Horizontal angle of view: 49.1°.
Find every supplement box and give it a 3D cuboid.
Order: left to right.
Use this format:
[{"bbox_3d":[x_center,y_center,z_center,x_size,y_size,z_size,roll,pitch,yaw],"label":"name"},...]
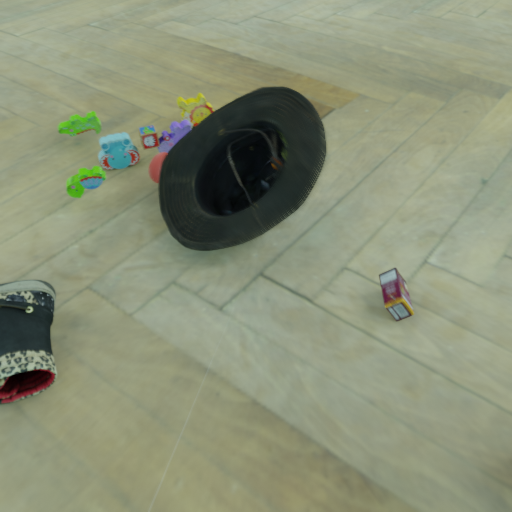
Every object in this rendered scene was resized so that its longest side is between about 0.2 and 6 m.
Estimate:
[{"bbox_3d":[2.531,0.694,10.150,0.362,0.466,0.845,-26,36,23],"label":"supplement box"}]

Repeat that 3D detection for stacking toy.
[{"bbox_3d":[-2.695,-2.660,13.695,4.033,0.948,3.040,-13,42,-11],"label":"stacking toy"}]

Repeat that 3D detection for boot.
[{"bbox_3d":[-4.522,1.472,9.031,2.620,0.946,1.979,-13,46,-14],"label":"boot"}]

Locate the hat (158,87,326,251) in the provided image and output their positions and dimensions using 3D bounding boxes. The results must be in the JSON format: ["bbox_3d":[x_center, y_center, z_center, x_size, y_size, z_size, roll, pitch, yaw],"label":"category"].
[{"bbox_3d":[-0.126,-1.549,11.537,3.768,1.520,3.768,-11,64,24],"label":"hat"}]

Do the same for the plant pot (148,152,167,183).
[{"bbox_3d":[-1.957,-1.906,12.673,0.733,0.733,0.649,-33,43,-31],"label":"plant pot"}]
